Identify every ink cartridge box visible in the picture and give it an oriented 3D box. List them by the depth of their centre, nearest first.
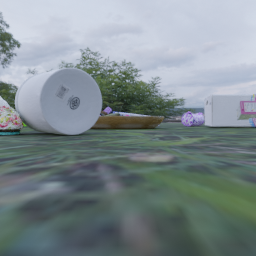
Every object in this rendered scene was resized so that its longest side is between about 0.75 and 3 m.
[{"bbox_3d":[3.784,-0.535,9.021,2.447,1.036,1.768,2,2,9],"label":"ink cartridge box"},{"bbox_3d":[0.221,-0.393,11.739,1.323,0.465,2.218,5,5,-25],"label":"ink cartridge box"}]

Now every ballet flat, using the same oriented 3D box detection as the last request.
[{"bbox_3d":[-2.430,-0.261,4.676,0.835,0.706,2.208,-2,3,-45],"label":"ballet flat"}]

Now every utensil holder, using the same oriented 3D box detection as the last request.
[{"bbox_3d":[-1.076,-0.389,4.315,1.007,1.007,1.185,-1,4,-35],"label":"utensil holder"}]

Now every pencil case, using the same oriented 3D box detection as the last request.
[{"bbox_3d":[2.667,-0.363,11.460,0.578,0.589,1.377,11,6,31],"label":"pencil case"}]

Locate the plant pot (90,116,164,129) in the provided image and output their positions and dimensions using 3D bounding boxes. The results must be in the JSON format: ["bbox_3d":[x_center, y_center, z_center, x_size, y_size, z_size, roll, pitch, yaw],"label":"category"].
[{"bbox_3d":[-0.253,-0.161,8.025,2.571,0.353,2.571,0,2,0],"label":"plant pot"}]

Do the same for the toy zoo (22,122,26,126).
[{"bbox_3d":[-2.630,-0.206,10.817,2.888,0.295,1.894,1,1,1],"label":"toy zoo"}]

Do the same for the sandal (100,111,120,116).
[{"bbox_3d":[-0.937,-0.509,11.184,1.243,0.355,0.493,-11,-9,-20],"label":"sandal"}]

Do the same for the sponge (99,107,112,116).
[{"bbox_3d":[-1.148,-0.539,13.081,0.258,0.965,1.730,41,0,-2],"label":"sponge"}]
